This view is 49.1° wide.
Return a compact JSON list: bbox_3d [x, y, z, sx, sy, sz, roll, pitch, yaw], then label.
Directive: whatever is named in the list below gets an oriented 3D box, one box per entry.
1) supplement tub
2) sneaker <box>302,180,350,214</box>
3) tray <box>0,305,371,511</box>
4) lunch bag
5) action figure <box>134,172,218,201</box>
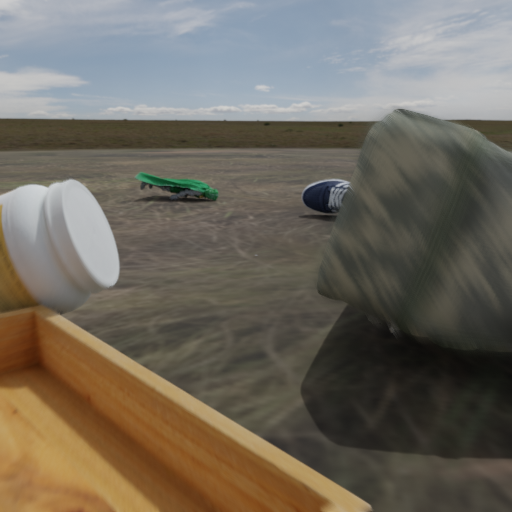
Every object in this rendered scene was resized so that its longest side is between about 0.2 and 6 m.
[{"bbox_3d":[-2.327,0.069,5.312,1.739,1.256,1.256,-19,12,6],"label":"supplement tub"},{"bbox_3d":[2.082,-1.230,12.530,2.313,0.811,1.255,7,13,14],"label":"sneaker"},{"bbox_3d":[-1.330,1.145,3.089,1.730,0.650,3.508,-11,18,-40],"label":"tray"},{"bbox_3d":[2.066,-0.164,5.463,2.290,1.902,2.730,20,12,15],"label":"lunch bag"},{"bbox_3d":[-2.142,-1.928,16.011,2.310,0.632,1.364,12,15,18],"label":"action figure"}]
